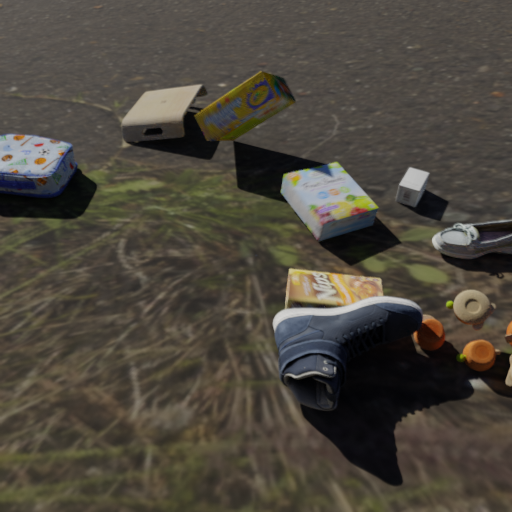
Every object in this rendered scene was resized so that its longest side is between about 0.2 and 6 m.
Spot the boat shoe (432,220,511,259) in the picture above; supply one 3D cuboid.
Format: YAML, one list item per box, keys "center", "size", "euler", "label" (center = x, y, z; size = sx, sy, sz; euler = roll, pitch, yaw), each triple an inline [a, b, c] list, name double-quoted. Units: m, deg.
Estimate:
- center: [4.434, -0.397, 10.896]
  size: [1.976, 0.634, 0.728]
  euler: [-1, 42, -1]
  label: "boat shoe"

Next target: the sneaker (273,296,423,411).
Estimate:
- center: [1.470, 1.473, 8.469]
  size: [2.387, 0.907, 1.725]
  euler: [-9, 31, 5]
  label: "sneaker"

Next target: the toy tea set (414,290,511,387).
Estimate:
- center: [3.692, 1.336, 9.080]
  size: [2.217, 0.820, 1.318]
  euler: [22, 76, 18]
  label: "toy tea set"

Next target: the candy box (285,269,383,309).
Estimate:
- center: [1.338, 0.723, 9.632]
  size: [1.637, 0.453, 0.945]
  euler: [7, 31, 2]
  label: "candy box"

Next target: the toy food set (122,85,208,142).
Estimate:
- center: [-2.343, -3.730, 14.719]
  size: [1.662, 0.700, 2.316]
  euler: [-2, 39, 16]
  label: "toy food set"

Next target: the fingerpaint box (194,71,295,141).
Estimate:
- center: [-0.238, -3.455, 13.088]
  size: [1.909, 0.700, 1.593]
  euler: [-27, 1, 24]
  label: "fingerpaint box"

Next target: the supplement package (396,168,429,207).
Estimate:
- center: [3.425, -1.507, 12.273]
  size: [0.461, 0.460, 0.786]
  euler: [20, 46, 20]
  label: "supplement package"

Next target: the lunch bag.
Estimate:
- center: [-5.223, -1.984, 12.590]
  size: [2.070, 0.782, 1.658]
  euler: [5, 44, 4]
  label: "lunch bag"

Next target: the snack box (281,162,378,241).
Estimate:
- center: [1.493, -1.169, 11.663]
  size: [1.370, 0.550, 1.625]
  euler: [-17, 51, -23]
  label: "snack box"
